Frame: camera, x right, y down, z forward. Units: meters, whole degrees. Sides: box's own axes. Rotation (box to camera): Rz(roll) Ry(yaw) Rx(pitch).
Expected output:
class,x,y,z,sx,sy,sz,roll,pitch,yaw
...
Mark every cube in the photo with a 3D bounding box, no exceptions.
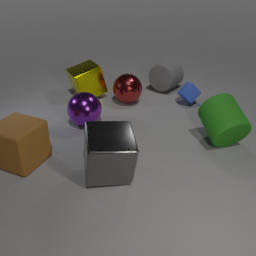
class,x,y,z,sx,sy,sz,roll,pitch,yaw
cube,-2.039,-2.353,13.883,1.400,1.400,1.400,-27,37,-16
cube,-0.574,0.747,8.376,1.400,1.400,1.400,-1,39,-12
cube,2.885,-1.670,13.249,0.700,0.700,0.700,-48,15,2
cube,-3.535,0.497,9.127,1.400,1.400,1.400,13,32,20

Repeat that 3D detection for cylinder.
class,x,y,z,sx,sy,sz,roll,pitch,yaw
cylinder,3.404,-0.268,9.968,1.400,1.400,1.400,-8,55,-14
cylinder,2.024,-2.760,14.773,1.400,1.400,1.400,19,30,30

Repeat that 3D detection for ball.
class,x,y,z,sx,sy,sz,roll,pitch,yaw
ball,-0.022,-1.875,13.312,1.400,1.400,1.400,0,30,0
ball,-1.767,-0.767,11.389,1.400,1.400,1.400,0,30,0
